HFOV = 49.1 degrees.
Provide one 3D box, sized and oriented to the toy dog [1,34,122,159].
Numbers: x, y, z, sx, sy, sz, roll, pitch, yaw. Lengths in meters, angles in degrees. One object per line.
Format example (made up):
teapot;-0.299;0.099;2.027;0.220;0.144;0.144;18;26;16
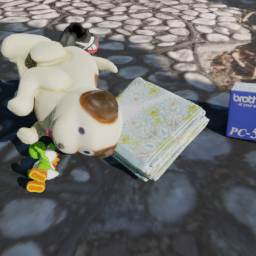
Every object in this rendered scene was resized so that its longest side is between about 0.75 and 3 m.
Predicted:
toy dog;-1.183;-0.502;5.982;2.674;1.924;2.758;-10;44;-30

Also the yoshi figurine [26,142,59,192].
yoshi figurine;-2.008;0.755;6.250;0.737;0.734;1.310;-20;30;9

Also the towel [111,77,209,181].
towel;0.375;-0.080;6.915;2.147;0.604;2.508;-43;52;-17

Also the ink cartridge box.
ink cartridge box;3.957;-0.251;6.765;2.885;1.356;0.638;11;32;28

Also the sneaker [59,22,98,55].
sneaker;-1.857;-3.553;11.162;1.000;1.382;2.828;22;33;8
